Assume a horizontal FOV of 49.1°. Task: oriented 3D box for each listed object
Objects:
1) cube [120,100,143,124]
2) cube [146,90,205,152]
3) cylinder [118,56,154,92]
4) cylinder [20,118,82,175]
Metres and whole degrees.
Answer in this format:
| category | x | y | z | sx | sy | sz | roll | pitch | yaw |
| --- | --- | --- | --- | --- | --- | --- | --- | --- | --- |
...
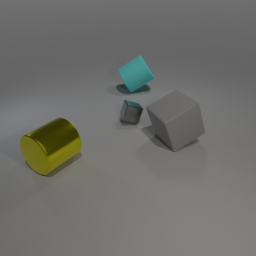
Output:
| category | x | y | z | sx | sy | sz | roll | pitch | yaw |
| --- | --- | --- | --- | --- | --- | --- | --- | --- | --- |
| cube | 0.133 | -0.681 | 11.728 | 0.700 | 0.700 | 0.700 | 12 | 20 | -19 |
| cube | 1.730 | -0.292 | 10.190 | 1.400 | 1.400 | 1.400 | -30 | 36 | -9 |
| cylinder | 0.419 | -2.820 | 14.644 | 1.400 | 1.400 | 1.400 | -30 | 27 | 11 |
| cylinder | -2.469 | 0.561 | 9.021 | 1.400 | 1.400 | 1.400 | 19 | 36 | 31 |
